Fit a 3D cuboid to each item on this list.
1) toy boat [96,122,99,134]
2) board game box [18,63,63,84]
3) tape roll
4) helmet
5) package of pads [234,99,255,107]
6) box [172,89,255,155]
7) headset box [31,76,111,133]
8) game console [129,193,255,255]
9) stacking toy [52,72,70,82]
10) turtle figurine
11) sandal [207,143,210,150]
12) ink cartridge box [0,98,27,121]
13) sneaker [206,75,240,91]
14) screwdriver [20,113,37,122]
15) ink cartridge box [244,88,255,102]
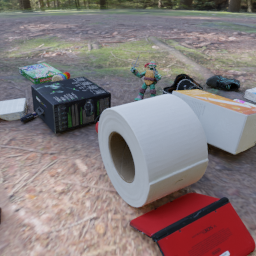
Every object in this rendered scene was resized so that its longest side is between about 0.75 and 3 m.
[{"bbox_3d":[-0.655,-0.049,10.797,1.263,0.825,0.824,15,33,24],"label":"toy boat"},{"bbox_3d":[-5.353,-3.372,17.112,1.763,0.381,2.620,-20,35,-33],"label":"board game box"},{"bbox_3d":[0.577,0.567,7.775,1.881,2.740,2.740,-17,34,-27],"label":"tape roll"},{"bbox_3d":[2.439,-1.554,12.746,1.614,1.539,1.614,32,22,-14],"label":"helmet"},{"bbox_3d":[4.865,-0.325,11.355,1.746,0.771,2.260,-26,39,-35],"label":"package of pads"},{"bbox_3d":[3.175,-0.366,10.387,2.922,1.424,1.818,26,25,38],"label":"box"},{"bbox_3d":[-2.525,-1.081,11.966,2.770,1.285,2.412,-17,35,-34],"label":"headset box"},{"bbox_3d":[1.502,2.581,6.793,2.231,1.324,1.923,-17,65,-27],"label":"game console"},{"bbox_3d":[-3.761,-2.867,16.068,0.676,0.676,1.584,4,24,8],"label":"stacking toy"},{"bbox_3d":[1.004,-2.365,13.393,1.691,2.259,1.137,12,9,40],"label":"turtle figurine"},{"bbox_3d":[2.650,0.632,10.083,0.520,0.348,1.273,13,32,21],"label":"sandal"},{"bbox_3d":[-5.513,-0.761,12.551,1.825,0.431,1.461,-11,31,-10],"label":"ink cartridge box"},{"bbox_3d":[5.145,-2.406,15.115,1.831,0.691,0.726,4,32,9],"label":"sneaker"},{"bbox_3d":[-3.952,-0.665,12.576,0.299,0.286,2.053,45,37,12],"label":"screwdriver"},{"bbox_3d":[6.632,-1.722,14.158,1.267,0.422,0.734,-16,33,-27],"label":"ink cartridge box"}]
